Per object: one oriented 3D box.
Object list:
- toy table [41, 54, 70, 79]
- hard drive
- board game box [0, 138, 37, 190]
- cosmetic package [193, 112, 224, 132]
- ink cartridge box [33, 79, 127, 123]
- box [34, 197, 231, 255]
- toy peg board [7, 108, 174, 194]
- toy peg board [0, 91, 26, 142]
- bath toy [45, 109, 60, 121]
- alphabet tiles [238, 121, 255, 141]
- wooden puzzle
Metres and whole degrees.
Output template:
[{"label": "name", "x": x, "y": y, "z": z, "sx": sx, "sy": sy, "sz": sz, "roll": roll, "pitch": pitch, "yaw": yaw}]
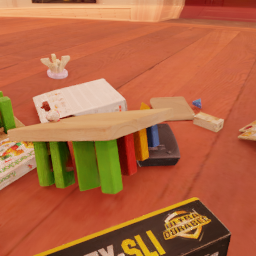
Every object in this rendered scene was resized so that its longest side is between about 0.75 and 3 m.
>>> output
[{"label": "toy table", "x": -3.402, "y": -2.942, "z": 13.295, "sx": 1.332, "sy": 0.848, "sz": 1.449, "roll": -20, "pitch": 35, "yaw": -31}, {"label": "hard drive", "x": 0.692, "y": 0.429, "z": 7.634, "sx": 1.218, "sy": 0.382, "sz": 1.807, "roll": -2, "pitch": 29, "yaw": -3}, {"label": "board game box", "x": -3.120, "y": 0.880, "z": 6.826, "sx": 1.315, "sy": 0.360, "sz": 2.082, "roll": 18, "pitch": 34, "yaw": 28}, {"label": "cosmetic package", "x": 2.541, "y": -0.196, "z": 8.862, "sx": 0.833, "sy": 0.296, "sz": 0.438, "roll": 23, "pitch": 37, "yaw": 36}, {"label": "ink cartridge box", "x": -1.715, "y": -0.787, "z": 9.780, "sx": 2.781, "sy": 0.697, "sz": 2.256, "roll": -20, "pitch": 34, "yaw": -16}, {"label": "box", "x": -0.249, "y": 2.052, "z": 2.922, "sx": 2.623, "sy": 2.095, "sz": 0.647, "roll": -13, "pitch": 32, "yaw": -21}, {"label": "toy peg board", "x": -0.689, "y": 0.429, "z": 6.536, "sx": 2.777, "sy": 1.358, "sz": 2.765, "roll": -2, "pitch": 9, "yaw": 32}, {"label": "toy peg board", "x": -4.623, "y": -0.311, "z": 8.062, "sx": 2.590, "sy": 1.272, "sz": 2.601, "roll": -22, "pitch": 35, "yaw": -35}, {"label": "bath toy", "x": -1.799, "y": -0.297, "z": 6.820, "sx": 0.302, "sy": 0.356, "sz": 0.818, "roll": 36, "pitch": -9, "yaw": -17}, {"label": "alphabet tiles", "x": 4.202, "y": -0.112, "z": 7.655, "sx": 1.877, "sy": 0.071, "sz": 2.255, "roll": -28, "pitch": 10, "yaw": -13}, {"label": "wooden puzzle", "x": 1.491, "y": -0.655, "z": 9.779, "sx": 2.293, "sy": 0.268, "sz": 1.547, "roll": 0, "pitch": 33, "yaw": 1}]
